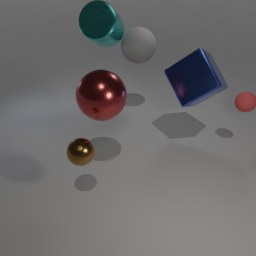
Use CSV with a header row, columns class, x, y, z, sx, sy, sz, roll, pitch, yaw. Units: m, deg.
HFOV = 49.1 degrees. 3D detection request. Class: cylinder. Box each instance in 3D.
class,x,y,z,sx,sy,sz,roll,pitch,yaw
cylinder,-0.960,-3.887,10.591,1.400,1.400,1.400,7,7,12

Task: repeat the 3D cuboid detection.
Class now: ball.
class,x,y,z,sx,sy,sz,roll,pitch,yaw
ball,0.411,-3.253,11.071,1.400,1.400,1.400,0,30,0
ball,-1.166,0.590,6.926,0.700,0.700,0.700,0,30,0
ball,-0.727,-0.892,7.677,1.400,1.400,1.400,0,30,0
ball,3.979,-0.881,9.466,0.700,0.700,0.700,0,30,0

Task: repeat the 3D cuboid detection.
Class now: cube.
class,x,y,z,sx,sy,sz,roll,pitch,yaw
cube,2.312,-1.641,9.427,1.400,1.400,1.400,-29,-8,28
